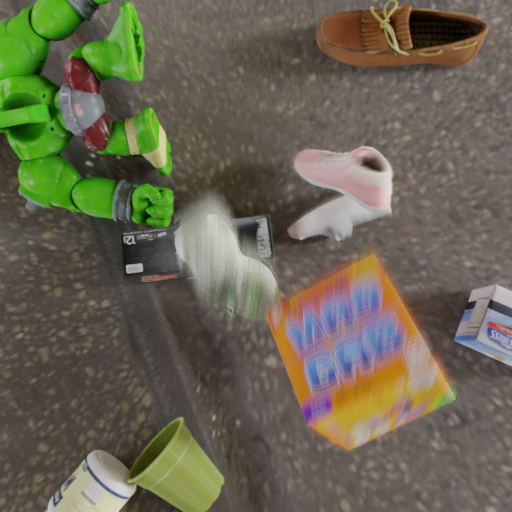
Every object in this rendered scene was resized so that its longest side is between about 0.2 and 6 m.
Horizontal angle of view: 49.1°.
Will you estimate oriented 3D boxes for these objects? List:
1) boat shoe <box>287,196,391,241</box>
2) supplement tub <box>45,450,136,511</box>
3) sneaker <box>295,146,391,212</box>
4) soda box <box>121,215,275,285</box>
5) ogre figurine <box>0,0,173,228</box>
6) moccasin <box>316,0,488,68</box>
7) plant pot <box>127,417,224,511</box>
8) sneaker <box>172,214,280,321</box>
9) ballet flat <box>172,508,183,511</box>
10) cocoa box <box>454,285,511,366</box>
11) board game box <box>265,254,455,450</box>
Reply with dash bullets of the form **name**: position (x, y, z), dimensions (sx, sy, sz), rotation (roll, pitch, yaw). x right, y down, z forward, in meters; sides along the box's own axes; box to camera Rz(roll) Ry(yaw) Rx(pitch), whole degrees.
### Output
- **boat shoe**: position (1.560, -0.658, 10.320), dimensions (1.967, 0.708, 0.674), rotation (-23, 81, -13)
- **supplement tub**: position (-2.794, 4.079, 9.329), dimensions (0.994, 0.994, 1.371), rotation (40, 82, 6)
- **sneaker**: position (1.516, -1.594, 9.694), dimensions (1.921, 1.004, 0.723), rotation (33, 61, 25)
- **soda box**: position (-1.008, -0.088, 10.034), dimensions (2.640, 0.934, 0.836), rotation (-6, 78, 0)
- **ogre figurine**: position (-3.121, -2.608, 9.709), dimensions (2.702, 2.211, 4.506), rotation (-9, 123, 3)
- **moccasin**: position (2.715, -4.172, 10.562), dimensions (3.137, 1.211, 1.147), rotation (8, 81, 1)
- **plant pot**: position (-1.246, 3.635, 9.388), dimensions (1.256, 1.323, 1.323), rotation (45, 83, -7)
- **sneaker**: position (-0.344, 0.543, 8.638), dimensions (1.012, 2.632, 1.166), rotation (-30, 48, 13)
- **ballet flat**: position (-1.656, 4.855, 9.447), dimensions (0.554, 0.554, 1.539), rotation (44, 84, 7)
- **cocoa box**: position (4.505, 1.329, 9.739), dimensions (1.595, 1.064, 1.047), rotation (24, 82, 4)
- **board game box**: position (1.561, 1.505, 8.404), dimensions (1.856, 1.857, 1.856), rotation (-30, 53, 10)
